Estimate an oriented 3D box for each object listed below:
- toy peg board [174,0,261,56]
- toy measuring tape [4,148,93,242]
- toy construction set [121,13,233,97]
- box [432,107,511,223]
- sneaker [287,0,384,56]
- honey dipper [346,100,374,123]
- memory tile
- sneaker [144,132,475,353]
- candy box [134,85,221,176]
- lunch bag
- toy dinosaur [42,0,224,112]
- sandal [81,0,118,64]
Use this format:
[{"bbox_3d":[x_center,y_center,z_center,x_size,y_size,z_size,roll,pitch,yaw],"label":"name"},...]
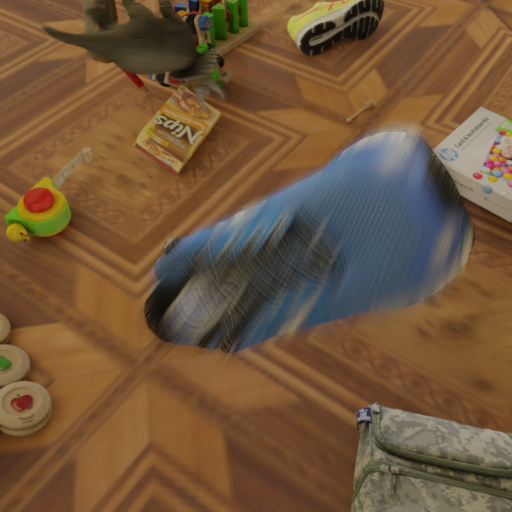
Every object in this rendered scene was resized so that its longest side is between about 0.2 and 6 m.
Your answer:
[{"bbox_3d":[-1.070,-5.212,12.125,1.731,0.850,1.739,31,56,23],"label":"toy peg board"},{"bbox_3d":[-2.998,-0.918,8.648,0.766,0.766,2.082,21,52,17],"label":"toy measuring tape"},{"bbox_3d":[-1.345,-3.422,10.557,1.879,1.444,1.567,-9,64,20],"label":"toy construction set"},{"bbox_3d":[3.949,-1.291,8.542,2.203,0.454,1.718,36,59,26],"label":"box"},{"bbox_3d":[1.691,-5.148,12.050,2.338,0.914,1.056,-24,52,-18],"label":"sneaker"},{"bbox_3d":[1.941,-2.695,10.500,0.141,0.141,0.741,34,61,25],"label":"honey dipper"},{"bbox_3d":[-3.904,1.574,6.338,2.638,0.221,2.022,-16,48,-37],"label":"memory tile"},{"bbox_3d":[0.137,0.189,4.303,1.453,3.259,1.280,-27,88,-39],"label":"sneaker"},{"bbox_3d":[-1.331,-2.182,9.663,0.866,0.415,1.500,34,53,-8],"label":"candy box"},{"bbox_3d":[1.825,2.333,5.634,1.771,1.234,1.485,9,41,9],"label":"lunch bag"},{"bbox_3d":[-1.214,-2.433,6.313,2.186,0.841,1.118,-8,64,-50],"label":"toy dinosaur"},{"bbox_3d":[-2.584,-4.397,8.108,0.856,1.273,3.169,-4,93,1],"label":"sandal"}]
